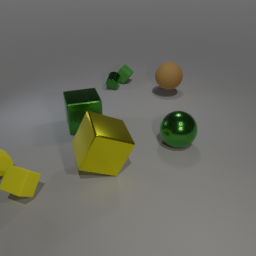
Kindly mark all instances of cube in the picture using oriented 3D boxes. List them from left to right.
[{"bbox_3d":[-3.074,1.527,8.013,0.700,0.700,0.700,14,-11,17],"label":"cube"},{"bbox_3d":[-1.881,-0.723,11.771,1.400,1.400,1.400,-9,32,-14],"label":"cube"},{"bbox_3d":[-0.844,0.513,9.123,1.400,1.400,1.400,15,28,-29],"label":"cube"},{"bbox_3d":[-0.208,-3.132,16.220,0.700,0.700,0.700,41,35,-4],"label":"cube"}]

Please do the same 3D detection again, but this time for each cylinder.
[{"bbox_3d":[-4.179,1.110,9.093,0.700,0.700,0.700,-21,27,-31],"label":"cylinder"},{"bbox_3d":[-0.807,-2.613,15.402,0.700,0.700,0.700,7,53,11],"label":"cylinder"}]

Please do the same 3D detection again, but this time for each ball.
[{"bbox_3d":[2.104,-2.673,14.411,1.400,1.400,1.400,0,30,0],"label":"ball"},{"bbox_3d":[1.891,0.052,10.507,1.400,1.400,1.400,0,30,0],"label":"ball"}]
